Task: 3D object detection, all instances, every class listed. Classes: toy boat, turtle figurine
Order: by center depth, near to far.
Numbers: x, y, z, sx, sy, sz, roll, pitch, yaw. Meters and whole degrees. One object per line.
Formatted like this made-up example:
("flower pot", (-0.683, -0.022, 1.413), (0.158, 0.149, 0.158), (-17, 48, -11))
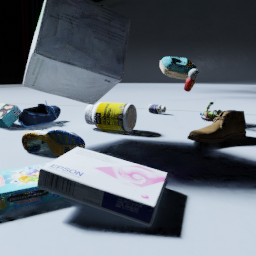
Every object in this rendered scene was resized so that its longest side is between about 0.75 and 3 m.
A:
("toy boat", (2.610, -2.702, 13.101), (1.912, 1.057, 2.274), (2, 39, -21))
("turtle figurine", (4.154, -0.775, 13.114), (1.320, 0.950, 1.280), (-7, 17, -14))

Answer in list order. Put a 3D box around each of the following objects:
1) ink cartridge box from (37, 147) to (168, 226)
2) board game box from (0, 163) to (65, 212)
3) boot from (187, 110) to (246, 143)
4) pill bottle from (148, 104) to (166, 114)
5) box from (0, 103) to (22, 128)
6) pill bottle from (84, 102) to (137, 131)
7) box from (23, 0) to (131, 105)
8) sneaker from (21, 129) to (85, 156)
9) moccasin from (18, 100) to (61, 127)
("ink cartridge box", (-0.300, 0.892, 5.389), (2.015, 0.445, 2.053), (15, 16, 11))
("board game box", (-2.041, 1.107, 5.422), (1.554, 0.365, 1.174), (-7, 13, -29))
("boot", (3.058, -0.076, 9.570), (2.713, 1.024, 0.999), (-9, 17, -34))
("pill bottle", (1.615, -1.054, 15.472), (0.919, 0.510, 0.510), (8, 14, 33))
("box", (-5.642, -0.616, 12.357), (2.190, 0.538, 0.901), (9, 47, 38))
("pill bottle", (-0.712, -0.477, 11.249), (1.952, 1.098, 1.098), (4, 12, 23))
("box", (-1.747, -2.454, 9.234), (2.722, 2.332, 2.708), (13, -18, -23))
("sneaker", (-2.065, 0.317, 8.219), (2.077, 0.782, 0.915), (5, 13, 22))
("moccasin", (-3.757, -0.676, 12.464), (0.963, 0.816, 2.394), (29, 26, 12))
